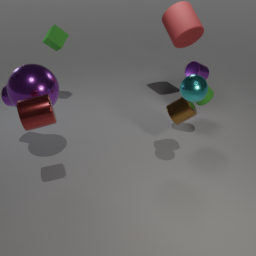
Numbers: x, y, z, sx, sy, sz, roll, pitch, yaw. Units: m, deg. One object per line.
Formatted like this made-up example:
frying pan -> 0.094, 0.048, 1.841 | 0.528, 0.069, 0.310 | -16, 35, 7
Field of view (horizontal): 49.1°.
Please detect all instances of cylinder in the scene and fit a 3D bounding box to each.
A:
cylinder -> 2.737, -2.219, 11.108 | 0.700, 0.700, 0.700 | 8, 18, -43
cylinder -> -2.045, -0.356, 6.320 | 0.700, 0.700, 0.700 | -16, 32, -10
cylinder -> -3.431, -1.023, 8.741 | 0.700, 0.700, 0.700 | 2, 28, 23
cylinder -> 2.506, -1.266, 9.782 | 0.700, 0.700, 0.700 | -37, 28, 23
cylinder -> 1.650, -0.555, 8.605 | 0.700, 0.700, 0.700 | -30, 20, 23
cylinder -> 2.377, -4.468, 12.205 | 1.400, 1.400, 1.400 | -15, 73, -25

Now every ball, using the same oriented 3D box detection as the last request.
ball -> -2.644, -1.087, 7.861 | 1.400, 1.400, 1.400 | 0, 29, 0
ball -> 1.650, -0.993, 7.030 | 0.700, 0.700, 0.700 | 0, 29, 0

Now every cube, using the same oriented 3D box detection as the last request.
cube -> -3.016, -3.735, 11.655 | 0.700, 0.700, 0.700 | 31, -14, -30
